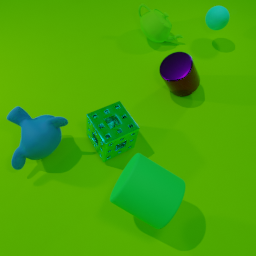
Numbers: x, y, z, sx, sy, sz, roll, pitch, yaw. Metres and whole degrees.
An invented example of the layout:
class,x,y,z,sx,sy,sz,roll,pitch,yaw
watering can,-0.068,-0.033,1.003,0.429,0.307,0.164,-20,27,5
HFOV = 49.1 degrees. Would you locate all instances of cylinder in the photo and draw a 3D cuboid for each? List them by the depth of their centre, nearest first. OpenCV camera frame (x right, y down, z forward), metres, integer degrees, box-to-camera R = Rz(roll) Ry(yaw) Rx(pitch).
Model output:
class,x,y,z,sx,sy,sz,roll,pitch,yaw
cylinder,0.377,1.227,5.506,1.093,1.093,1.093,31,61,-3
cylinder,1.471,-1.502,7.906,0.938,0.938,0.938,-11,64,23

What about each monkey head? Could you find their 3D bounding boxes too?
class,x,y,z,sx,sy,sz,roll,pitch,yaw
monkey head,-2.256,0.118,6.662,1.744,1.254,1.051,-43,35,8

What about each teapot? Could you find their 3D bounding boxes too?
class,x,y,z,sx,sy,sz,roll,pitch,yaw
teapot,1.020,-3.366,9.182,1.778,0.871,1.106,37,38,-17

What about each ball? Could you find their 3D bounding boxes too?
class,x,y,z,sx,sy,sz,roll,pitch,yaw
ball,2.799,-3.437,8.778,0.717,0.717,0.717,0,58,0

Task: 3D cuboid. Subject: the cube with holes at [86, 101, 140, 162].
class,x,y,z,sx,sy,sz,roll,pitch,yaw
cube with holes,-0.412,0.093,6.994,0.930,0.930,0.930,-24,63,-22
